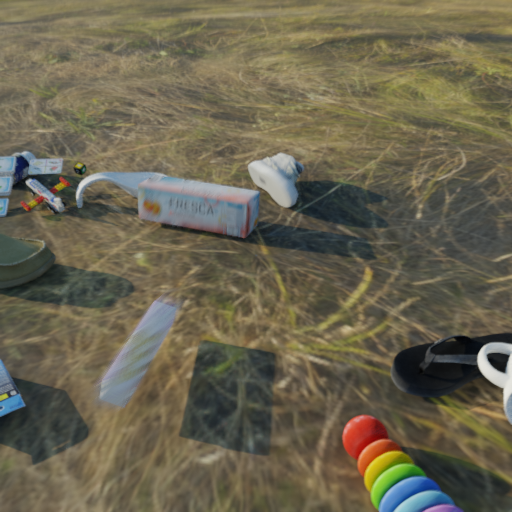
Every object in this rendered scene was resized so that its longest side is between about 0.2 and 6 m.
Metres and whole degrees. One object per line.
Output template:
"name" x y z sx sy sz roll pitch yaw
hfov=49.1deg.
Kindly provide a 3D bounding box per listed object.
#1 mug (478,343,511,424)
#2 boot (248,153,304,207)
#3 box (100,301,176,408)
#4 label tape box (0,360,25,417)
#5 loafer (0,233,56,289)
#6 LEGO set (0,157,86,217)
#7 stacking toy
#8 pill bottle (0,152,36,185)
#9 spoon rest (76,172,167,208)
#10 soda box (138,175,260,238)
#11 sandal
"mug" 3.826 1.641 7.737 1.473 1.087 1.291 17 34 14
"boot" 0.696 -1.953 13.502 1.079 0.830 2.257 -27 35 -11
"box" -1.713 1.396 8.320 0.407 0.380 1.962 20 32 3
"label tape box" -3.771 2.032 7.849 0.789 0.364 1.101 -23 41 -31
"loafer" -5.350 -0.102 10.592 3.008 1.014 1.144 2 32 3
"LEGO set" -5.347 -1.783 13.212 2.511 0.616 1.876 -3 54 -6
"stacking toy" 1.658 2.648 6.483 0.905 0.905 2.119 -9 29 -14
"pill bottle" -6.167 -2.251 14.350 0.629 0.629 1.133 10 34 15
"spoon rest" -3.157 -1.677 13.405 2.293 0.695 1.139 -11 34 -16
"soda box" -1.251 -1.114 12.255 2.576 0.819 0.881 11 26 14
"sandal" 3.135 1.494 8.531 2.442 0.523 0.928 -10 34 -16
